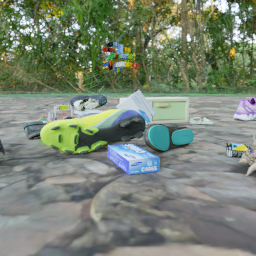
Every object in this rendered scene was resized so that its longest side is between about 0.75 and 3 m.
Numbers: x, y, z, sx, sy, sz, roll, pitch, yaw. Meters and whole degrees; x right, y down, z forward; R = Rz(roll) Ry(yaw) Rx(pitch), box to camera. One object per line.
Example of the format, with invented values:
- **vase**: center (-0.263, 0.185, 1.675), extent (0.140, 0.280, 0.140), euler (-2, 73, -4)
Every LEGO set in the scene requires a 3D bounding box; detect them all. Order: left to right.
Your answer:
- **LEGO set**: center (-2.741, -0.404, 10.771), extent (1.081, 0.875, 2.351), euler (9, 13, 44)

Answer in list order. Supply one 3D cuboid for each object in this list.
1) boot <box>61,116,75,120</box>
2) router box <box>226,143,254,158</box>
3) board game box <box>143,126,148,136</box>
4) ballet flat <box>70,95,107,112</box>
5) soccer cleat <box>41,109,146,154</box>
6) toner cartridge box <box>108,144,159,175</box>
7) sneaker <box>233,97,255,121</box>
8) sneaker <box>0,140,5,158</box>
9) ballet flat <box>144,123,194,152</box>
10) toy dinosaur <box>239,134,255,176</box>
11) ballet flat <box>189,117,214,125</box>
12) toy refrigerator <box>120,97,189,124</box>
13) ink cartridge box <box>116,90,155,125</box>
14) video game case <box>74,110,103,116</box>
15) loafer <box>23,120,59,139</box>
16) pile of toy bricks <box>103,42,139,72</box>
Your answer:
- **boot**: center (-1.390, 0.066, 8.456), extent (1.375, 0.668, 1.826), euler (-1, 13, 2)
- **router box**: center (2.741, 0.552, 6.913), extent (0.571, 0.195, 0.765), euler (3, 9, 16)
- **board game box**: center (0.682, 0.096, 9.844), extent (0.684, 0.180, 0.894), euler (-4, 10, -22)
- **ballet flat**: center (-1.623, -0.940, 10.761), extent (1.719, 0.628, 0.628), euler (-4, 6, 26)
- **soccer cleat**: center (-0.880, 0.026, 7.345), extent (2.747, 0.888, 1.149), euler (-8, 23, -20)
- **toner cartridge box**: center (0.072, 0.635, 6.049), extent (0.664, 0.302, 1.398), euler (-4, 10, -21)
- **sneaker**: center (6.272, -0.948, 13.563), extent (2.486, 1.099, 1.000), euler (-2, 8, -23)
- **sneaker**: center (-3.867, 0.380, 6.184), extent (2.894, 1.067, 1.158), euler (2, 24, 34)
- **ballet flat**: center (0.930, 0.279, 7.414), extent (0.717, 0.713, 2.097), euler (-4, -6, 43)
- **toy dinosaur**: center (2.739, 0.640, 5.589), extent (0.816, 0.517, 1.204), euler (30, 34, 20)
- **ballet flat**: center (3.129, -0.293, 11.858), extent (1.037, 0.323, 0.350), euler (2, 9, 8)
- **toy refrigerator**: center (1.184, -0.772, 12.335), extent (2.955, 1.122, 1.034), euler (-2, 9, -17)
- **ink cartridge box**: center (0.323, -0.634, 9.823), extent (0.633, 1.087, 1.504), euler (-33, 5, 21)
- **video game case**: center (-2.236, -0.893, 16.125), extent (1.386, 0.167, 1.521), euler (-5, 10, -27)
- **loafer**: center (-2.534, 0.102, 9.211), extent (1.695, 0.533, 0.609), euler (-3, -28, -33)
- **pile of toy bricks**: center (-0.164, -2.323, 9.264), extent (0.876, 0.985, 1.775), euler (0, 7, -26)
